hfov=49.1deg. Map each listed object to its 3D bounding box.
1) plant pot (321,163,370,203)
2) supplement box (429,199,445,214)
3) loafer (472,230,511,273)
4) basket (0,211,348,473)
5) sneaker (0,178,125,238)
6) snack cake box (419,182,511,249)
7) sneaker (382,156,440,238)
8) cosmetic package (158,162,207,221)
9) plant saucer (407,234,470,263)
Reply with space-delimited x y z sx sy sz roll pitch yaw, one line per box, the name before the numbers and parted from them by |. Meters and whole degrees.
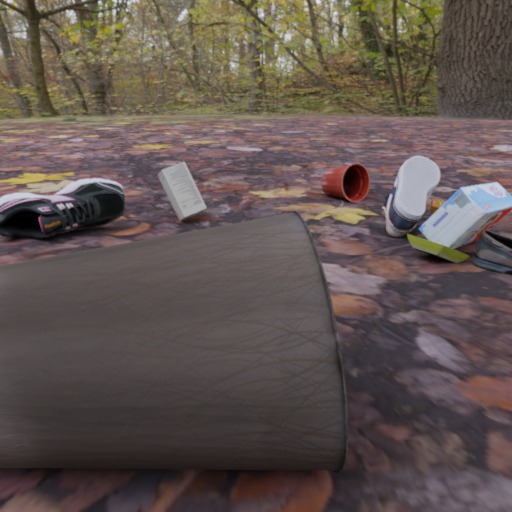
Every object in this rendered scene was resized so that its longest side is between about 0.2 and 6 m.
plant pot | 2.368 -1.986 15.238 1.039 1.039 1.010 -12 13 -32
supplement box | 4.360 -1.051 12.754 0.781 0.269 0.260 12 51 10
loafer | 4.678 0.032 9.363 2.022 0.636 0.726 13 22 35
basket | -0.965 0.798 4.950 2.955 2.010 2.664 -5 31 -4
sneaker | -4.079 -0.810 11.658 2.770 1.113 1.196 -14 26 -6
snack cake box | 4.004 -0.748 10.481 1.920 1.104 0.645 -13 59 -49
sneaker | 3.273 -1.298 12.066 0.889 0.900 2.268 31 47 6
cosmetic package | -1.706 -1.477 12.919 0.636 1.209 0.430 -24 0 -25
plant saucer | 3.260 -0.101 10.136 0.857 0.205 0.856 16 6 -36
